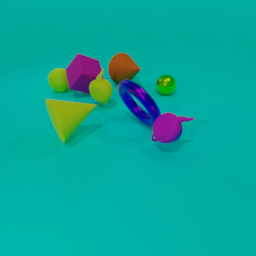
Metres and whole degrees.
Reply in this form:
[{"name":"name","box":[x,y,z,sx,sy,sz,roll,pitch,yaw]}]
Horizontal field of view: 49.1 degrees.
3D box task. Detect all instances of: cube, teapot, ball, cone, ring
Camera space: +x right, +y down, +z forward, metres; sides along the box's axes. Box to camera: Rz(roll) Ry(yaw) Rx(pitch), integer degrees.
[{"name":"cube","box":[-1.462,-1.801,9.424,0.871,0.871,0.871,9,54,-40]},{"name":"teapot","box":[0.997,0.007,6.569,0.575,1.175,0.731,23,43,-42]},{"name":"teapot","box":[-0.795,-1.227,8.618,0.759,1.220,0.598,20,48,26]},{"name":"ball","box":[1.315,-1.497,9.649,0.701,0.701,0.701,0,30,0]},{"name":"cone","box":[-1.300,-0.381,7.049,1.152,1.147,1.147,-24,37,-20]},{"name":"ball","box":[-2.390,-1.688,9.843,0.816,0.816,0.816,0,30,0]},{"name":"cone","box":[0.102,-2.077,9.900,1.175,1.175,1.179,-19,21,-30]},{"name":"ring","box":[0.299,-0.651,7.469,0.305,1.526,1.526,-43,44,-13]}]
